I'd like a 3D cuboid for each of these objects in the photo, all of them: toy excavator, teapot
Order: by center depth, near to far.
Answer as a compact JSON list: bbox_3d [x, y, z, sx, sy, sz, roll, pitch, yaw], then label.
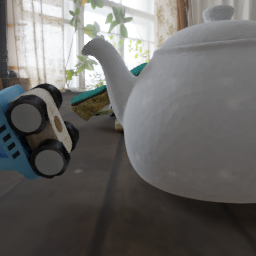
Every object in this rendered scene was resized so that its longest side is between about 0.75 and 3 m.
[{"bbox_3d":[-1.464,-0.052,2.893,1.519,1.477,0.759,-18,20,5],"label":"toy excavator"},{"bbox_3d":[1.119,-0.426,3.200,2.504,1.829,2.471,-11,14,-31],"label":"teapot"}]

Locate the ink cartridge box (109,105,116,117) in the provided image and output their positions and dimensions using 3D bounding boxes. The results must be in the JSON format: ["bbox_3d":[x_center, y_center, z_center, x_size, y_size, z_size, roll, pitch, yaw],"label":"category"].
[{"bbox_3d":[0.445,-0.899,9.700,2.008,0.436,1.989,-8,-12,-13],"label":"ink cartridge box"}]

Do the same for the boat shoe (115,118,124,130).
[{"bbox_3d":[0.373,-0.533,8.155,1.044,0.941,2.903,1,8,20],"label":"boat shoe"}]

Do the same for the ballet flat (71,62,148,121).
[{"bbox_3d":[-0.359,-0.894,7.680,2.690,0.951,0.951,-22,-1,25],"label":"ballet flat"}]
